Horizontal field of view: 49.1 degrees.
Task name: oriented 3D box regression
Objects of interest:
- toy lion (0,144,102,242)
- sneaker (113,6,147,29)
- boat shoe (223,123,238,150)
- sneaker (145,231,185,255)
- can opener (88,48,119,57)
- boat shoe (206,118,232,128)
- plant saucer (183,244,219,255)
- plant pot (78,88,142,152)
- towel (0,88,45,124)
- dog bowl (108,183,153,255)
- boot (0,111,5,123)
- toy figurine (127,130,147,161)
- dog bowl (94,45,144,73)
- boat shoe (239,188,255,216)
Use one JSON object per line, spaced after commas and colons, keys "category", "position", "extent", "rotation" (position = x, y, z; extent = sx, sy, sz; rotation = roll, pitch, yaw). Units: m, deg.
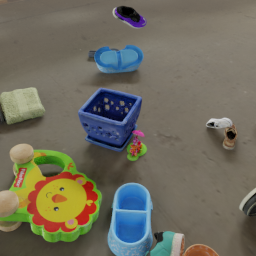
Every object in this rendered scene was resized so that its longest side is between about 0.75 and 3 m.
{"category": "toy lion", "position": [-2.217, 1.843, 8.222], "extent": [2.863, 1.026, 2.987], "rotation": [3, 40, -7]}
{"category": "sneaker", "position": [0.139, -3.316, 8.340], "extent": [1.118, 0.389, 0.556], "rotation": [11, -3, -28]}
{"category": "boat shoe", "position": [3.828, 0.220, 10.351], "extent": [0.518, 0.491, 1.367], "rotation": [11, 41, 13]}
{"category": "sneaker", "position": [0.741, 3.401, 6.501], "extent": [0.837, 0.748, 2.095], "rotation": [1, 40, 23]}
{"category": "can opener", "position": [-1.340, -4.202, 15.494], "extent": [1.786, 0.597, 0.476], "rotation": [6, 41, 7]}
{"category": "boat shoe", "position": [3.444, -0.131, 10.628], "extent": [0.358, 0.403, 1.097], "rotation": [-34, 13, -24]}
{"category": "plant saucer", "position": [1.791, 3.363, 6.705], "extent": [1.084, 0.203, 1.084], "rotation": [10, 46, -11]}
{"category": "plant pot", "position": [-0.587, -0.230, 10.043], "extent": [1.757, 1.580, 1.757], "rotation": [16, 43, 17]}
{"category": "towel", "position": [-4.533, -1.033, 11.899], "extent": [1.661, 0.408, 2.239], "rotation": [-17, 43, -18]}
{"category": "dog bowl", "position": [0.091, 2.431, 7.715], "extent": [1.202, 0.534, 2.156], "rotation": [2, 40, 3]}
{"category": "boot", "position": [-5.881, -0.385, 11.092], "extent": [1.558, 0.620, 1.790], "rotation": [-33, 45, -26]}
{"category": "toy figurine", "position": [0.271, 0.514, 9.712], "extent": [0.716, 0.877, 0.953], "rotation": [15, 43, 17]}
{"category": "dog bowl", "position": [-0.459, -3.487, 14.350], "extent": [2.492, 0.618, 1.389], "rotation": [-7, 63, -7]}
{"category": "boat shoe", "position": [4.536, 1.988, 7.835], "extent": [2.879, 1.034, 0.973], "rotation": [-8, 36, -13]}
